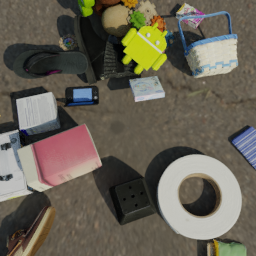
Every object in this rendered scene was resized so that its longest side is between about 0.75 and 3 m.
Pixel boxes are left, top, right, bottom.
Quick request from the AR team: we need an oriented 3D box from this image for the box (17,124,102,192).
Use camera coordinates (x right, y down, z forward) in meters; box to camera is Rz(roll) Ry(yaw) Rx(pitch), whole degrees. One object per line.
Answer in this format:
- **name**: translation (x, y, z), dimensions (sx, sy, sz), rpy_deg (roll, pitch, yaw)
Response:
- **box**: translation (-2.220, 1.037, 9.454), dimensions (2.351, 1.503, 1.281), rpy_deg (-22, 71, -8)

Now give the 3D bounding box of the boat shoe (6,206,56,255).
- **boat shoe**: translation (-3.354, 3.645, 8.777), dimensions (1.022, 1.024, 2.839), rpy_deg (27, 78, 8)

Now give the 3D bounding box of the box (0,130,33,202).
- **box**: translation (-4.201, 1.325, 9.796), dimensions (1.301, 0.671, 2.231), rpy_deg (-16, 70, -6)

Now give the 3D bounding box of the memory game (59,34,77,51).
- **memory game**: translation (-2.545, -3.692, 12.020), dimensions (0.858, 0.055, 0.858), rpy_deg (0, 69, 0)

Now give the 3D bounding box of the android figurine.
- **android figurine**: translation (0.630, -2.885, 10.123), dimensions (1.681, 0.379, 1.847), rpy_deg (39, 111, -9)

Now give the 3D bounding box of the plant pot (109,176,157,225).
- **plant pot**: translation (0.141, 2.303, 9.161), dimensions (1.338, 1.187, 1.335), rpy_deg (-18, 70, -6)

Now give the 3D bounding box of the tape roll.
- **tape roll**: translation (2.373, 2.307, 9.508), dimensions (2.824, 0.516, 2.824), rpy_deg (0, 70, 0)

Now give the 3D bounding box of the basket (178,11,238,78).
- **basket**: translation (3.109, -3.251, 10.894), dimensions (2.102, 1.658, 2.384), rpy_deg (-9, 92, -5)

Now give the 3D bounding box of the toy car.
- **toy car**: translation (-0.524, -4.560, 11.700), dimensions (2.271, 2.181, 2.765), rpy_deg (-22, 99, -8)

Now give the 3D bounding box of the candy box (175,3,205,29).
- **candy box**: translation (2.739, -4.948, 12.347), dimensions (1.065, 0.325, 0.726), rpy_deg (34, 74, 12)

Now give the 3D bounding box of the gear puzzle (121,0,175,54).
- **gear puzzle**: translation (0.819, -4.327, 11.234), dimensions (1.512, 0.382, 2.919), rpy_deg (-47, 111, -19)

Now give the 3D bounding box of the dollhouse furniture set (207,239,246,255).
- **dollhouse furniture set**: translation (3.090, 4.727, 8.348), dimensions (1.274, 0.985, 2.550), rpy_deg (4, 69, 1)

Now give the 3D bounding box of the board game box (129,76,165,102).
- **board game box**: translation (0.670, -1.438, 10.176), dimensions (1.076, 0.233, 1.071), rpy_deg (-9, 44, -6)

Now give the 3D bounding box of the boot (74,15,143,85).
- **boot**: translation (-0.772, -3.300, 11.224), dimensions (2.312, 1.164, 3.093), rpy_deg (-15, 81, 0)

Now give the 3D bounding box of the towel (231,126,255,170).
- **towel**: translation (4.668, 0.772, 10.305), dimensions (1.090, 0.180, 1.506), rpy_deg (-33, 74, -14)

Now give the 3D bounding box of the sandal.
- **sandal**: translation (-2.849, -2.285, 9.997), dimensions (2.831, 1.064, 0.678), rpy_deg (-5, 28, 8)

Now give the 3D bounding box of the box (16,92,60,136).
- **box**: translation (-3.339, -0.519, 10.469), dimensions (1.352, 0.709, 1.243), rpy_deg (-13, 70, -5)

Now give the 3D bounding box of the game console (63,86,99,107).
- **game console**: translation (-1.770, -1.205, 10.715), dimensions (1.277, 0.743, 1.123), rpy_deg (-3, 70, -2)
